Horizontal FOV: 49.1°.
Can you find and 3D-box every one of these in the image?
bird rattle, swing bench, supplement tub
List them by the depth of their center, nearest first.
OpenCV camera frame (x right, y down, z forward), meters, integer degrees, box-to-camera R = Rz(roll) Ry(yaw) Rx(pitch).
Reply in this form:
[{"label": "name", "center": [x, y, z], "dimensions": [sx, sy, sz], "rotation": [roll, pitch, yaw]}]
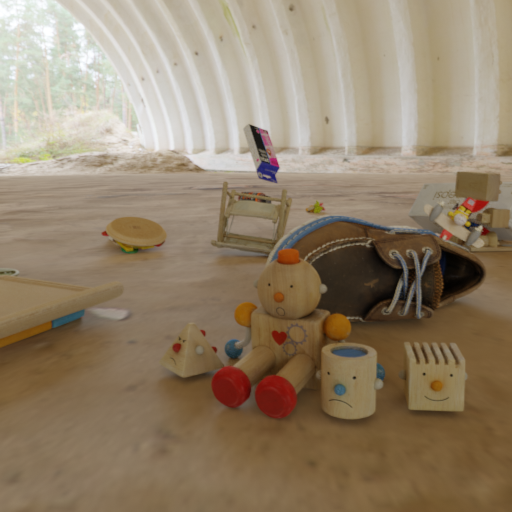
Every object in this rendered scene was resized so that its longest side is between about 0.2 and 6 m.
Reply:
[{"label": "swing bench", "center": [-0.065, -0.621, 10.158], "dimensions": [1.196, 1.202, 0.780], "rotation": [10, -5, 12]}, {"label": "bird rattle", "center": [1.787, -1.489, 17.159], "dimensions": [0.569, 0.393, 0.698], "rotation": [-15, 5, 11]}, {"label": "supplement tub", "center": [-0.033, -1.775, 18.071], "dimensions": [1.039, 0.556, 0.556], "rotation": [6, 12, 29]}]

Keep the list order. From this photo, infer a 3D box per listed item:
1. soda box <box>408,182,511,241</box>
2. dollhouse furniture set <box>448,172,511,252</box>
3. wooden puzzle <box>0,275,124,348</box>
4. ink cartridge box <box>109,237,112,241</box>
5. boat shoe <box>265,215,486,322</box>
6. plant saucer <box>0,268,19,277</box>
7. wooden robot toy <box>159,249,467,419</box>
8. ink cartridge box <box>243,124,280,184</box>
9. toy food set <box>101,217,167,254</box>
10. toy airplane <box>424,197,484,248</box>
[{"label": "soda box", "center": [4.387, -0.921, 11.398], "dimensions": [0.822, 0.879, 2.581], "rotation": [34, -10, -25]}, {"label": "dollhouse furniture set", "center": [4.466, -0.836, 10.525], "dimensions": [1.183, 1.452, 1.380], "rotation": [-1, 11, -9]}, {"label": "wooden puzzle", "center": [-2.834, 0.603, 5.836], "dimensions": [2.206, 0.411, 2.041], "rotation": [0, 10, 27]}, {"label": "ink cartridge box", "center": [-2.664, -0.465, 11.562], "dimensions": [0.581, 0.339, 0.804], "rotation": [-6, 12, -28]}, {"label": "boat shoe", "center": [1.461, 0.141, 6.116], "dimensions": [3.177, 1.148, 1.150], "rotation": [-10, 16, -42]}, {"label": "plant saucer", "center": [-3.644, 0.340, 7.573], "dimensions": [0.827, 0.208, 0.827], "rotation": [-1, 10, 0]}, {"label": "wooden robot toy", "center": [0.305, 0.516, 4.203], "dimensions": [2.405, 1.091, 1.059], "rotation": [5, 11, 25]}, {"label": "ink cartridge box", "center": [0.153, -2.279, 12.507], "dimensions": [0.636, 1.342, 0.249], "rotation": [7, -29, -46]}, {"label": "toy food set", "center": [-2.297, -0.424, 10.639], "dimensions": [1.169, 0.287, 1.181], "rotation": [-10, 34, -40]}, {"label": "toy airplane", "center": [3.482, -0.549, 9.852], "dimensions": [0.928, 0.924, 0.655], "rotation": [-8, -8, 4]}]
